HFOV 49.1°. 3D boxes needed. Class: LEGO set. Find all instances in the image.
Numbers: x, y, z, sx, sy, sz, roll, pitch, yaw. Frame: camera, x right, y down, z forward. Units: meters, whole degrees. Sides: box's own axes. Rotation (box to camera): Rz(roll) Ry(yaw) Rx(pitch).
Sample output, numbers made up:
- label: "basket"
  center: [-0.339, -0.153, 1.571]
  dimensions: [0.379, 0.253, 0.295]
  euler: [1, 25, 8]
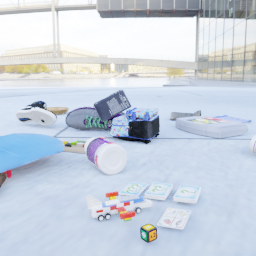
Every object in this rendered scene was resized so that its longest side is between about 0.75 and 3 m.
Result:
- label: "LEGO set"
  center: [0.290, 1.080, 4.296]
  dimensions: [1.366, 0.449, 1.828]
  euler: [1, 10, 24]

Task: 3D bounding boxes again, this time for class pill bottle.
- label: "pill bottle"
  center: [-0.560, 0.563, 6.283]
  dimensions: [0.659, 0.659, 1.183]
  euler: [-6, 13, -27]

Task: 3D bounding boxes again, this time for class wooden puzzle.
- label: "wooden puzzle"
  center: [-1.361, 0.498, 7.958]
  dimensions: [1.529, 0.179, 1.031]
  euler: [3, 11, 13]

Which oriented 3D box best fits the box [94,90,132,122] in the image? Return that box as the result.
- label: "box"
  center: [-0.538, -0.770, 9.402]
  dimensions: [1.088, 0.639, 1.070]
  euler: [-29, 10, -2]

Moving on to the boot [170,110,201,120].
- label: "boot"
  center: [2.687, -0.560, 12.988]
  dimensions: [1.359, 0.493, 1.236]
  euler: [-3, 7, 20]

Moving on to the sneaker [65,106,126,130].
- label: "sneaker"
  center: [-1.045, -0.322, 10.292]
  dimensions: [2.418, 0.900, 1.058]
  euler: [-3, 11, -17]

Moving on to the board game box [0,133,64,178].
- label: "board game box"
  center: [-2.670, 0.708, 6.109]
  dimensions: [2.026, 0.499, 2.564]
  euler: [12, 20, 35]

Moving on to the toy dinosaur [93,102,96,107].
- label: "toy dinosaur"
  center: [-1.759, -1.287, 16.696]
  dimensions: [0.836, 0.450, 1.897]
  euler: [-14, 11, 3]

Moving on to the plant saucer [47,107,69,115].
- label: "plant saucer"
  center: [-3.983, -0.900, 14.955]
  dimensions: [1.686, 0.299, 1.686]
  euler: [0, 11, 0]

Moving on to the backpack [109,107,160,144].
- label: "backpack"
  center: [0.181, -0.122, 9.030]
  dimensions: [1.505, 1.012, 1.374]
  euler: [3, 12, 21]

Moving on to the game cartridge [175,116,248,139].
- label: "game cartridge"
  center: [2.922, -0.076, 10.345]
  dimensions: [1.587, 0.487, 2.384]
  euler: [-10, 14, -27]

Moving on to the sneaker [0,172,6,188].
- label: "sneaker"
  center: [-2.361, 1.066, 4.839]
  dimensions: [0.367, 0.343, 0.973]
  euler: [22, 17, 8]

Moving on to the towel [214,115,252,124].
- label: "towel"
  center: [4.570, -0.383, 12.578]
  dimensions: [1.113, 0.183, 1.537]
  euler: [-7, 13, -27]

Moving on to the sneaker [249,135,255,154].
- label: "sneaker"
  center: [4.128, 0.435, 7.267]
  dimensions: [1.906, 0.691, 1.087]
  euler: [-18, 25, -36]

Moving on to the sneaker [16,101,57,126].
- label: "sneaker"
  center: [-3.419, -0.701, 11.148]
  dimensions: [1.961, 0.716, 1.097]
  euler: [5, 37, 27]
